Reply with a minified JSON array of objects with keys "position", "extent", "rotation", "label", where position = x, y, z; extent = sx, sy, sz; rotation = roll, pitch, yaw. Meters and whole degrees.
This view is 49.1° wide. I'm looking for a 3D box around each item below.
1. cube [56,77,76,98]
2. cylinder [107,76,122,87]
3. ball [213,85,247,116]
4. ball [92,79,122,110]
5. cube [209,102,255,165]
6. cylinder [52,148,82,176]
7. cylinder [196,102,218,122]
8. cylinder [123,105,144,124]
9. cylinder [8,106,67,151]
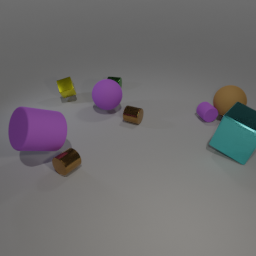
[{"position":[-3.013,-1.981,13.754],"extent":[0.700,0.700,0.700],"rotation":[-18,73,-3],"label":"cube"},{"position":[-0.747,-2.444,15.319],"extent":[0.700,0.700,0.700],"rotation":[7,32,12],"label":"cylinder"},{"position":[4.453,-1.167,12.257],"extent":[1.400,1.400,1.400],"rotation":[0,31,0],"label":"ball"},{"position":[-0.953,-1.531,12.827],"extent":[1.400,1.400,1.400],"rotation":[0,31,0],"label":"ball"},{"position":[4.015,0.154,9.995],"extent":[1.400,1.400,1.400],"rotation":[33,42,22],"label":"cube"},{"position":[-2.038,1.125,9.348],"extent":[0.700,0.700,0.700],"rotation":[21,37,31],"label":"cylinder"},{"position":[3.505,-0.718,12.424],"extent":[0.700,0.700,0.700],"rotation":[-8,32,-13],"label":"cylinder"},{"position":[0.230,-0.577,12.194],"extent":[0.700,0.700,0.700],"rotation":[14,34,22],"label":"cylinder"},{"position":[-2.978,0.062,9.268],"extent":[1.400,1.400,1.400],"rotation":[6,18,-47],"label":"cylinder"}]
